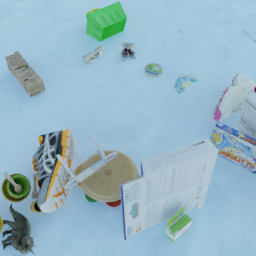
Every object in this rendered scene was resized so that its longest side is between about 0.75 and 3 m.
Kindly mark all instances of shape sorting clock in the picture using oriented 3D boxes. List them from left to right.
[{"bbox_3d":[1.119,-2.538,12.217,0.781,0.153,0.781,2,53,-2],"label":"shape sorting clock"}]

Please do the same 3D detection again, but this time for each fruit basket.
[{"bbox_3d":[-1.336,-5.494,14.016,2.159,1.557,2.159,5,62,-10],"label":"fruit basket"}]

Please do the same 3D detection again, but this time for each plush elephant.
[{"bbox_3d":[-0.014,-3.587,12.787,0.697,0.655,0.846,-8,50,-7],"label":"plush elephant"}]

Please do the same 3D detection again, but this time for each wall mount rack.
[{"bbox_3d":[-1.203,0.922,7.860,1.788,1.554,0.667,-34,73,-12],"label":"wall mount rack"}]

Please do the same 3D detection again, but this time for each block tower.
[{"bbox_3d":[-4.305,-2.247,11.625,0.721,0.673,2.493,-28,54,-23],"label":"block tower"}]

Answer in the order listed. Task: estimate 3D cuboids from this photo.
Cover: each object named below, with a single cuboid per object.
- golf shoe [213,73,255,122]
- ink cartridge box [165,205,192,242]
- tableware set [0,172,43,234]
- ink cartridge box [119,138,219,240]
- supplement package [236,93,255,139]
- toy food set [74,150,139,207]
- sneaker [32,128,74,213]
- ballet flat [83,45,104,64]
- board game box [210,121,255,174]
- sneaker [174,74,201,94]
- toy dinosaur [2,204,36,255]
[{"bbox_3d":[4.125,-1.061,10.437,1.222,1.005,2.669,31,57,20],"label":"golf shoe"},{"bbox_3d":[1.354,2.511,7.377,0.679,0.919,0.348,-31,56,-24],"label":"ink cartridge box"},{"bbox_3d":[-3.427,2.025,7.264,2.563,0.393,1.727,4,69,-40],"label":"tableware set"},{"bbox_3d":[0.917,1.595,7.117,2.523,2.518,0.512,-17,45,-17],"label":"ink cartridge box"},{"bbox_3d":[5.347,-0.218,9.092,2.597,1.440,2.022,-12,39,-13],"label":"supplement package"},{"bbox_3d":[-0.603,1.488,8.565,1.860,0.453,1.841,-31,56,-24],"label":"toy food set"},{"bbox_3d":[-2.340,1.216,8.428,1.143,1.158,2.960,-2,39,-1],"label":"sneaker"},{"bbox_3d":[-1.496,-3.317,12.799,1.335,0.450,0.416,-41,88,-25],"label":"ballet flat"},{"bbox_3d":[3.436,0.624,8.852,1.699,1.150,0.293,29,54,24],"label":"board game box"},{"bbox_3d":[2.158,-1.604,10.359,1.131,0.450,0.738,16,84,60],"label":"sneaker"},{"bbox_3d":[-2.925,2.780,7.484,0.813,0.612,1.589,-4,41,-21],"label":"toy dinosaur"}]
